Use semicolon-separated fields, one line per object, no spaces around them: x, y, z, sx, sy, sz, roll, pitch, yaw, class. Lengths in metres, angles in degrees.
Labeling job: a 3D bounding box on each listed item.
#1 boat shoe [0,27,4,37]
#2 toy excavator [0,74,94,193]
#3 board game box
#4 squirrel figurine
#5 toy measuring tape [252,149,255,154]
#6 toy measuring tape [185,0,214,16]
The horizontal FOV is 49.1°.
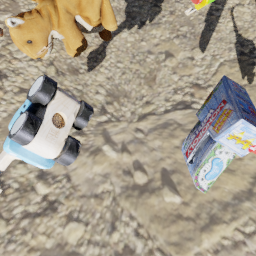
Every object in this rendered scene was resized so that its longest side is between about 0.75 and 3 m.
-3.580;-2.213;6.705;1.465;0.526;0.555;10;20;22;boat shoe
-1.917;0.299;5.273;2.211;1.105;2.150;-9;56;48;toy excavator
1.570;0.108;4.845;0.566;1.833;1.835;31;106;-7;board game box
-1.823;-3.007;6.888;2.472;2.648;1.874;-21;18;-4;squirrel figurine
2.989;0.175;6.216;0.725;1.970;0.725;-14;61;26;toy measuring tape
1.881;-3.629;7.538;0.816;2.218;0.816;-2;101;-8;toy measuring tape
